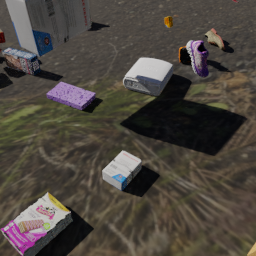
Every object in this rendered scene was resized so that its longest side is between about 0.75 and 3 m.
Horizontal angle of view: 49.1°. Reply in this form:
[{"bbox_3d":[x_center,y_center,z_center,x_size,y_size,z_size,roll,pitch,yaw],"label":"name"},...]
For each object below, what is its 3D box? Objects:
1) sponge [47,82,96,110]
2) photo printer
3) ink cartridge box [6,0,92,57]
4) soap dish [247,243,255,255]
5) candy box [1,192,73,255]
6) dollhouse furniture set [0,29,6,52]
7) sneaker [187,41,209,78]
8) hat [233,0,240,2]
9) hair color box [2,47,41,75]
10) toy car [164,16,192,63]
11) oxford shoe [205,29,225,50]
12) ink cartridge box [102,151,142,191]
[{"bbox_3d":[-2.026,-1.156,9.982,1.562,0.233,0.872,20,46,20],"label":"sponge"},{"bbox_3d":[0.853,-2.038,10.654,1.499,0.626,1.802,17,46,18],"label":"photo printer"},{"bbox_3d":[-2.224,-3.418,8.283,0.944,1.635,2.240,27,51,26],"label":"ink cartridge box"},{"bbox_3d":[3.364,2.606,5.569,1.161,0.599,1.475,-33,51,-31],"label":"soap dish"},{"bbox_3d":[-1.993,2.148,6.229,0.863,0.386,1.266,29,49,29],"label":"candy box"},{"bbox_3d":[-6.167,-3.029,11.291,2.545,1.370,1.035,-22,46,-31],"label":"dollhouse furniture set"},{"bbox_3d":[1.656,-1.570,6.323,0.362,0.899,0.397,-34,18,-33],"label":"sneaker"},{"bbox_3d":[2.451,-3.906,7.402,1.274,1.448,1.199,16,6,17],"label":"hat"},{"bbox_3d":[-4.286,-2.684,11.286,1.474,0.737,0.446,19,45,21],"label":"hair color box"},{"bbox_3d":[2.313,-3.767,11.662,1.099,2.241,0.746,-27,28,0],"label":"toy car"},{"bbox_3d":[4.069,-4.037,13.087,0.554,0.521,1.480,-29,46,14],"label":"oxford shoe"},{"bbox_3d":[-0.143,1.106,7.382,0.653,0.377,0.895,27,49,27],"label":"ink cartridge box"}]
